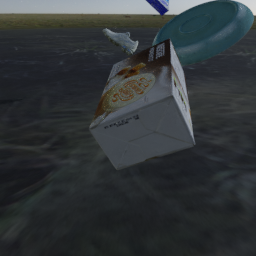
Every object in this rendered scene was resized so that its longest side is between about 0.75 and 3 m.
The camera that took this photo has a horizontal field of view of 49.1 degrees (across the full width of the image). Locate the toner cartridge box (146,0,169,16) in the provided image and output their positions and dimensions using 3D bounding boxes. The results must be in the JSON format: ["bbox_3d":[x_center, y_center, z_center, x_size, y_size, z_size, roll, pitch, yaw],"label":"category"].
[{"bbox_3d":[0.755,-4.581,9.396,1.595,0.757,0.344,27,-35,-37],"label":"toner cartridge box"}]

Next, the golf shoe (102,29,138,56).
[{"bbox_3d":[-0.273,-3.422,10.685,1.440,0.700,0.564,36,5,-6],"label":"golf shoe"}]

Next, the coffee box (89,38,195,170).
[{"bbox_3d":[0.196,-0.320,2.936,0.803,0.560,1.404,-19,30,21],"label":"coffee box"}]

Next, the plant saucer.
[{"bbox_3d":[1.811,-2.617,7.385,2.740,0.375,2.740,-21,37,17],"label":"plant saucer"}]
